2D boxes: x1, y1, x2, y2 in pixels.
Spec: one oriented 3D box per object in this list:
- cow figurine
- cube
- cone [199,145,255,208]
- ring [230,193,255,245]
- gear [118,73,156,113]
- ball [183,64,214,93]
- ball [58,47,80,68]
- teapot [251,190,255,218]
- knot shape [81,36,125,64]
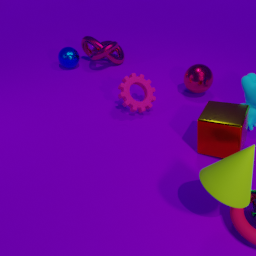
[{"bbox_3d":[3.604,-0.768,7.592,1.541,1.516,0.846,-14,9,42],"label":"cow figurine"},{"bbox_3d":[2.388,0.039,7.040,1.033,1.033,1.033,10,37,28],"label":"cube"},{"bbox_3d":[1.934,0.679,4.899,0.997,1.001,0.997,17,30,-10],"label":"cone"},{"bbox_3d":[2.609,1.707,5.343,1.264,0.253,1.264,-2,39,2],"label":"ring"},{"bbox_3d":[0.279,-1.065,8.514,1.186,0.219,1.186,6,75,-24],"label":"gear"},{"bbox_3d":[2.316,-1.625,9.221,0.961,0.961,0.961,0,38,0],"label":"ball"},{"bbox_3d":[-2.314,-2.757,10.962,0.828,0.828,0.828,0,38,0],"label":"ball"},{"bbox_3d":[2.553,1.523,5.194,0.539,0.685,1.102,-15,43,8],"label":"teapot"},{"bbox_3d":[-0.953,-3.047,10.996,1.837,0.849,1.719,9,16,-10],"label":"knot shape"}]
